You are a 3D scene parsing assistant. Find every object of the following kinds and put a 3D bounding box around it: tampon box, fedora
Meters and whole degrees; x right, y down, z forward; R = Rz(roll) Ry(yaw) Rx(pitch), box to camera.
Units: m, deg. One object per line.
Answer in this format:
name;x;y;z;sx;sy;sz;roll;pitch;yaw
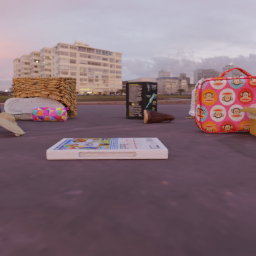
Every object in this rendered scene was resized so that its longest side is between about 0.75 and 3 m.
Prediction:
tampon box;0.715;-1.439;14.507;1.188;1.883;1.411;3;7;31
fedora;3.743;-0.094;7.150;1.800;0.734;1.800;7;7;-1

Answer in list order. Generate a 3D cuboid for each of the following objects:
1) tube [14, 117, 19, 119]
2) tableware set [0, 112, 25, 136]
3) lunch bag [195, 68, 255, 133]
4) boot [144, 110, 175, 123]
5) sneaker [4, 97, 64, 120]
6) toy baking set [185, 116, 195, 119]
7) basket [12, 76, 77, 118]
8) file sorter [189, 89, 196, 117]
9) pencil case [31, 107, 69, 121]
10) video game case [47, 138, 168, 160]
tube;-5.298;-0.539;14.051;0.968;0.251;0.281;-1;44;-43
tableware set;-3.849;-0.386;7.882;2.068;0.240;1.727;33;2;-26
lunch bag;3.133;-0.830;8.422;2.181;1.921;0.894;0;6;3
boot;1.325;-0.495;11.827;1.291;0.561;1.552;-1;3;7
sneaker;-4.419;-0.847;13.545;2.802;1.070;1.128;6;-21;-11
toy baking set;3.422;-0.577;14.874;0.896;0.104;0.688;-1;6;-7
basket;-4.189;-1.486;14.113;2.934;2.185;2.094;2;9;8
file sorter;4.353;-1.397;15.273;1.740;1.561;2.507;4;7;8
pencil case;-3.505;-0.629;12.638;1.580;0.698;0.698;1;6;-4
video game case;-0.357;0.370;5.348;2.019;0.182;1.446;0;6;-1
